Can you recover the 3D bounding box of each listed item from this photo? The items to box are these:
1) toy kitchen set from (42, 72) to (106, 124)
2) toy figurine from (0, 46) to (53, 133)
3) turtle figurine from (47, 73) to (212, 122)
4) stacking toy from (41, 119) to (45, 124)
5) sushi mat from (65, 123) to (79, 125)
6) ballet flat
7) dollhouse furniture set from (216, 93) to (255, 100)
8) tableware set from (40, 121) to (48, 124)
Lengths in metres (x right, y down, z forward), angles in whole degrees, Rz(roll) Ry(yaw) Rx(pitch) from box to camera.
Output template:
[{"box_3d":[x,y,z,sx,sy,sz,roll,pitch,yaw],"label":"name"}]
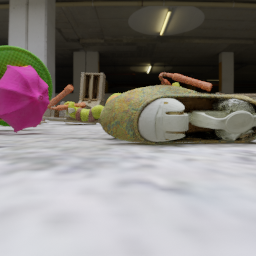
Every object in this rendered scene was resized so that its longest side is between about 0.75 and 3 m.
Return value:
[{"box_3d":[-2.555,-1.529,12.933,2.311,2.556,2.833,3,-4,9],"label":"toy kitchen set"},{"box_3d":[-2.668,-0.631,5.770,2.641,1.983,2.431,-22,21,-19],"label":"toy figurine"},{"box_3d":[0.125,-0.195,4.106,2.178,0.701,1.756,-8,-8,16],"label":"turtle figurine"},{"box_3d":[-4.099,-0.378,12.874,0.635,0.671,1.157,-4,17,-20],"label":"stacking toy"},{"box_3d":[-2.541,-0.196,13.278,0.897,0.054,0.429,2,2,36],"label":"sushi mat"},{"box_3d":[0.704,-0.108,3.148,1.986,0.702,0.702,0,2,-13],"label":"ballet flat"},{"box_3d":[3.206,-0.650,6.593,1.244,1.457,2.811,4,4,39],"label":"dollhouse furniture set"},{"box_3d":[-3.863,-0.152,10.305,1.353,0.188,1.620,0,2,21],"label":"tableware set"}]
